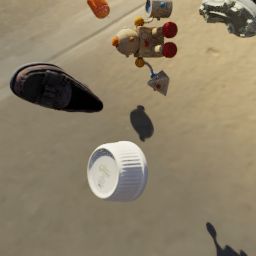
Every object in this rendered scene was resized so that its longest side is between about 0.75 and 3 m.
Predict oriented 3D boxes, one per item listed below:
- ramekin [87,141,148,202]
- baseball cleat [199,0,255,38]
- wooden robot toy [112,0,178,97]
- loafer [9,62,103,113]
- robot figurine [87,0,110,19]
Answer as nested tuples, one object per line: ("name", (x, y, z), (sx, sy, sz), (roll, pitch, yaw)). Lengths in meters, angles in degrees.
("ramekin", (-0.173, 0.576, 3.671), (0.428, 0.816, 0.816), (5, 47, -44))
("baseball cleat", (2.831, -3.016, 6.960), (1.442, 0.945, 2.709), (-21, 35, -2))
("wooden robot toy", (0.301, -2.146, 6.445), (1.307, 1.269, 2.881), (-5, 101, -18))
("loafer", (-1.160, -0.664, 5.226), (0.677, 2.148, 0.772), (29, 98, 22))
("robot figurine", (-0.944, -3.960, 9.040), (0.568, 0.700, 0.974), (-32, 92, -6))
